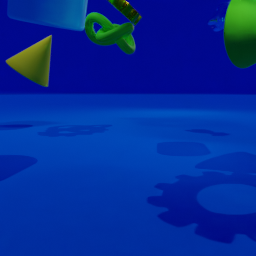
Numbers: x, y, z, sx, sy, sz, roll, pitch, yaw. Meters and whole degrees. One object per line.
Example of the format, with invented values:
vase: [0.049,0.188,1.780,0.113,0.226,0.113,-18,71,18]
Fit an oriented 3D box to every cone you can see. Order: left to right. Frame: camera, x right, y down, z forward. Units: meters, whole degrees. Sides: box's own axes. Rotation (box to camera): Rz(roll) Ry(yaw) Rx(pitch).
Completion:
cone: [-2.863,-2.362,9.043,1.482,1.488,1.482,34,7,-5]
cone: [2.679,-1.728,4.717,1.463,1.463,1.469,-6,15,-38]

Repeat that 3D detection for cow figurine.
cow figurine: [3.184,-3.593,8.584,0.689,1.256,1.236,37,-6,-23]

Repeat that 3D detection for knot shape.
knot shape: [-0.646,-3.178,9.356,1.797,0.887,1.921,21,10,12]

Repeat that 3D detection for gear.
gear: [-0.361,-4.036,8.918,1.850,0.342,1.850,38,16,-13]

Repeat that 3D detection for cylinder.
cylinder: [-1.329,-2.452,4.791,1.309,1.309,1.309,10,19,-3]
